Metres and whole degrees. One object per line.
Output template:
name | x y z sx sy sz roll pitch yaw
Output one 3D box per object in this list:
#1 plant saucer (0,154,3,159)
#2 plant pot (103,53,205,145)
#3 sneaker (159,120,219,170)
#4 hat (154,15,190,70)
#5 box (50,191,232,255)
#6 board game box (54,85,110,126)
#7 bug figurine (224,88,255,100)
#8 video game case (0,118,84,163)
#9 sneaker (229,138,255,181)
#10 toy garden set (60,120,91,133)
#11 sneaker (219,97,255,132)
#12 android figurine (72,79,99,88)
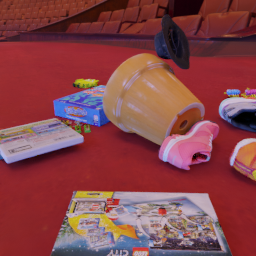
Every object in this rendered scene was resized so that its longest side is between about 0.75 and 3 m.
plant saucer | -3.364 0.531 7.756 2.890 0.274 1.010 -15 26 -35
plant pot | 0.877 -0.594 8.157 2.437 2.437 2.231 -17 43 -36
sneaker | 1.847 0.517 7.360 2.269 0.836 0.984 -23 44 -36
hat | 1.199 -2.382 8.240 0.682 1.691 1.691 -17 9 35
box | 0.201 1.702 4.482 2.511 0.473 1.715 1 22 2
board game box | -1.078 -0.985 11.031 2.190 0.648 2.880 13 25 30
bug figurine | 5.262 -1.406 12.302 1.525 0.506 1.966 -3 21 -7
video game case | -2.573 0.267 7.799 2.050 0.226 1.867 -16 27 -34
sneaker | 3.697 0.611 6.901 2.806 1.024 1.082 -21 43 -29
toy garden set | -1.829 -0.091 9.364 1.096 0.219 0.913 -4 22 -10
sneaker | 4.525 -0.397 9.261 2.649 1.030 1.853 -7 22 7
android figurine | -2.250 -2.438 15.219 1.424 0.292 1.296 -21 30 -39
